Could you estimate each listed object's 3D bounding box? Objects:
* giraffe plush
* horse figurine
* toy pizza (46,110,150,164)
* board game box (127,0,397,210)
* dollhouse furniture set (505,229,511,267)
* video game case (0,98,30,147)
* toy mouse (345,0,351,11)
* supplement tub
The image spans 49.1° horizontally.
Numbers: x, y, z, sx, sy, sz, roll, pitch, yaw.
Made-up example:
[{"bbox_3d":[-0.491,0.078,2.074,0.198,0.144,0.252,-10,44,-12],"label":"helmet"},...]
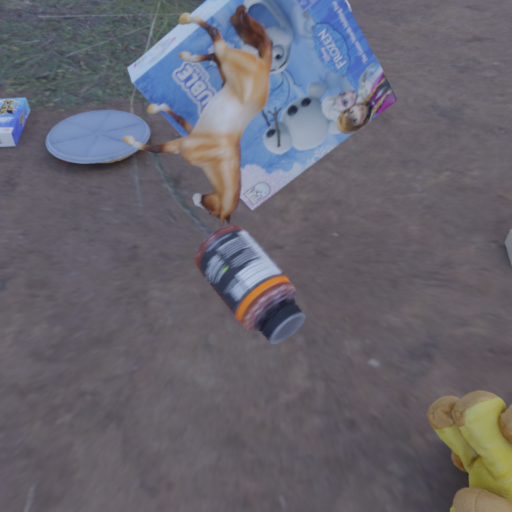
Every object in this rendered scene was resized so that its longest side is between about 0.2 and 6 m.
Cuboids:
[{"bbox_3d":[2.633,2.663,6.102,1.948,1.681,1.579,43,61,-6],"label":"giraffe plush"},{"bbox_3d":[-0.518,-1.888,6.975,1.704,2.572,0.642,31,8,15],"label":"horse figurine"},{"bbox_3d":[-3.474,-2.581,12.417,2.246,0.356,2.246,0,41,0],"label":"toy pizza"},{"bbox_3d":[0.216,-2.545,8.342,2.961,2.975,0.645,-36,42,12],"label":"board game box"},{"bbox_3d":[5.198,-0.186,9.218,1.609,1.134,1.127,6,43,5],"label":"dollhouse furniture set"},{"bbox_3d":[-6.205,-3.077,12.935,1.540,0.386,1.699,-4,43,-5],"label":"video game case"},{"bbox_3d":[1.068,-5.263,10.565,0.371,1.915,1.702,-33,12,-37],"label":"toy mouse"},{"bbox_3d":[-0.048,0.306,5.715,0.659,0.659,1.232,-26,61,-26],"label":"supplement tub"}]
